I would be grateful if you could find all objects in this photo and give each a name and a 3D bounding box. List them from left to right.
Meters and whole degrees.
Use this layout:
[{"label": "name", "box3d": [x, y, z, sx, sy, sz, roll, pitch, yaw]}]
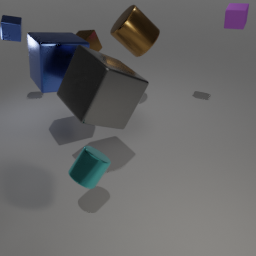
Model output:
[{"label": "cube", "box3d": [-4.486, -3.841, 10.811, 0.700, 0.700, 0.700, 2, 44, -18]}, {"label": "cube", "box3d": [-2.072, -1.986, 8.319, 1.400, 1.400, 1.400, -10, 33, -29]}, {"label": "cube", "box3d": [-1.418, -2.785, 9.379, 0.700, 0.700, 0.700, 9, 53, 32]}, {"label": "cylinder", "box3d": [-0.850, 0.863, 6.218, 0.700, 0.700, 0.700, 33, 6, -4]}, {"label": "cube", "box3d": [-0.644, -0.966, 6.898, 1.400, 1.400, 1.400, 9, 27, -46]}, {"label": "cylinder", "box3d": [0.270, -3.729, 10.845, 1.400, 1.400, 1.400, 36, 20, -25]}, {"label": "cube", "box3d": [3.991, -4.119, 10.314, 0.700, 0.700, 0.700, 13, 45, 24]}]
